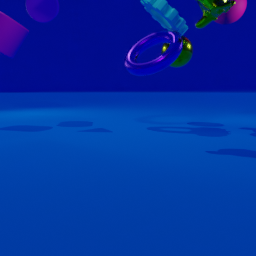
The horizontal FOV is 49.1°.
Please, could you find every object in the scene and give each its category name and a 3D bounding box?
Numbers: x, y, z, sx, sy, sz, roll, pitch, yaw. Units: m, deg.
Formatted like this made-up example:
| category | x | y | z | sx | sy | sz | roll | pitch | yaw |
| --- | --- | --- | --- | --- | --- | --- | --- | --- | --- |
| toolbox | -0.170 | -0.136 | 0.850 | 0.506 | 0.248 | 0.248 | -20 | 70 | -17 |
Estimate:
| category | x | y | z | sx | sy | sz | roll | pitch | yaw |
| --- | --- | --- | --- | --- | --- | --- | --- | --- | --- |
| gear | 1.041 | -3.265 | 8.081 | 1.550 | 0.287 | 1.550 | 39 | 10 | -8 |
| ball | 1.638 | -2.566 | 9.357 | 1.059 | 1.059 | 1.059 | 0 | 8 | 0 |
| monkey head | 2.363 | -3.736 | 8.239 | 1.907 | 1.149 | 1.372 | -35 | -1 | -44 |
| ring | 0.712 | -2.176 | 8.087 | 1.793 | 0.359 | 1.793 | -19 | 42 | 19 |
| ball | 3.467 | -4.315 | 9.821 | 1.282 | 1.282 | 1.282 | 0 | 8 | 0 |
| cylinder | -3.747 | -2.835 | 8.567 | 1.021 | 1.021 | 1.021 | 33 | 3 | -2 |
| cylinder | -2.983 | -4.305 | 9.878 | 1.034 | 1.034 | 1.034 | -1 | 25 | -10 |
